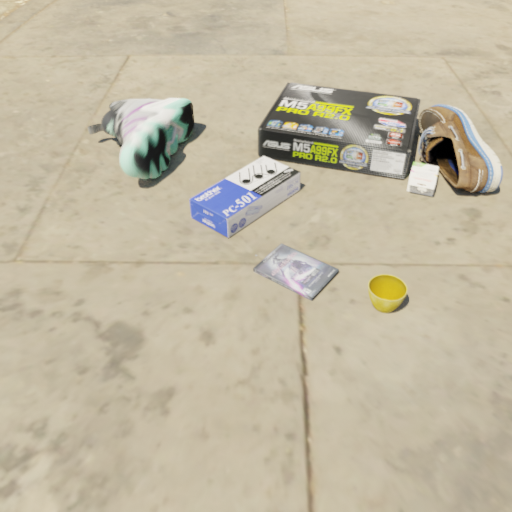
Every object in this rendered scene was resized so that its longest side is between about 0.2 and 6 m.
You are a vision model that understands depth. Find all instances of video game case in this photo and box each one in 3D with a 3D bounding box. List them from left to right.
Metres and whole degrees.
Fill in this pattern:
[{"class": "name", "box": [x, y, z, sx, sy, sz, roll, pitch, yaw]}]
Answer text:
[{"class": "video game case", "box": [0.790, 0.295, 11.109, 1.397, 0.132, 0.998, 26, 47, 26]}]

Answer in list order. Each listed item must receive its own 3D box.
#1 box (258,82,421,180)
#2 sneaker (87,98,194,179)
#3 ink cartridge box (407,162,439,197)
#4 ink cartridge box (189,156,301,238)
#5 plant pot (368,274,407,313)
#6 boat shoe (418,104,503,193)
[{"class": "box", "box": [2.268, -3.448, 14.947, 3.836, 0.849, 3.073, 12, 42, 13]}, {"class": "sneaker", "box": [-3.295, -3.083, 14.308, 2.492, 1.385, 3.562, 8, 33, 13]}, {"class": "ink cartridge box", "box": [3.966, -1.783, 13.373, 0.632, 0.363, 1.079, 14, 42, 14]}, {"class": "ink cartridge box", "box": [-0.205, -1.403, 12.781, 1.178, 0.554, 2.506, 29, 49, 32]}, {"class": "plant pot", "box": [2.375, 0.750, 10.277, 0.700, 0.497, 0.700, 0, 41, 0]}, {"class": "boat shoe", "box": [4.726, -2.776, 13.854, 1.189, 1.186, 3.284, -5, 41, -14]}]
